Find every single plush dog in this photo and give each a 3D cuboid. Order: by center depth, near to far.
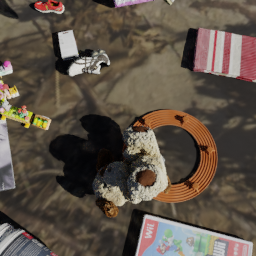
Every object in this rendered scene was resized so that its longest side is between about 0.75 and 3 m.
[{"bbox_3d":[-0.001,1.266,7.089,1.886,1.761,2.195,-18,42,11],"label":"plush dog"}]

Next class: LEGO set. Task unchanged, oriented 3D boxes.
[{"bbox_3d":[-3.272,-0.850,7.807,1.156,0.936,2.514,-34,75,-20],"label":"LEGO set"}]

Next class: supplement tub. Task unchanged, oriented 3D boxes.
[{"bbox_3d":[-2.495,3.145,6.482,1.722,1.208,1.208,31,75,9],"label":"supplement tub"}]

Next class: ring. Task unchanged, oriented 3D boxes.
[{"bbox_3d":[1.167,0.698,7.760,2.642,0.254,2.642,0,73,0],"label":"ring"}]

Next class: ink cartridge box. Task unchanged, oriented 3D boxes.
[{"bbox_3d":[-1.882,-2.605,8.803,0.494,0.228,0.907,-12,72,-4],"label":"ink cartridge box"}]

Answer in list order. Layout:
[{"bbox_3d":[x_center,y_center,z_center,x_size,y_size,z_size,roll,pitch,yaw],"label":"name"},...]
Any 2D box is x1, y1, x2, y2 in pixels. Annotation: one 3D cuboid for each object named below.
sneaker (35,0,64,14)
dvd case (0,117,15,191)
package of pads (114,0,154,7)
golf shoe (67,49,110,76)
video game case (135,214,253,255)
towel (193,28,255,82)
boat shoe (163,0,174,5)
[{"bbox_3d":[-2.585,-4.037,9.147,0.979,0.416,0.377,5,73,1],"label":"sneaker"},{"bbox_3d":[-4.014,0.777,7.617,1.542,0.166,2.074,-10,72,-15],"label":"dvd case"},{"bbox_3d":[0.013,-5.234,9.268,1.438,0.903,2.386,-12,73,-7],"label":"package of pads"},{"bbox_3d":[-1.170,-1.842,8.415,1.336,0.520,0.631,-30,75,-8],"label":"golf shoe"},{"bbox_3d":[1.535,3.473,6.892,2.785,0.243,1.992,13,73,4],"label":"video game case"},{"bbox_3d":[3.154,-2.278,8.704,2.174,0.247,1.566,11,71,2],"label":"towel"},{"bbox_3d":[0.504,-2.827,5.077,0.416,0.454,1.216,-40,104,11],"label":"boat shoe"}]
